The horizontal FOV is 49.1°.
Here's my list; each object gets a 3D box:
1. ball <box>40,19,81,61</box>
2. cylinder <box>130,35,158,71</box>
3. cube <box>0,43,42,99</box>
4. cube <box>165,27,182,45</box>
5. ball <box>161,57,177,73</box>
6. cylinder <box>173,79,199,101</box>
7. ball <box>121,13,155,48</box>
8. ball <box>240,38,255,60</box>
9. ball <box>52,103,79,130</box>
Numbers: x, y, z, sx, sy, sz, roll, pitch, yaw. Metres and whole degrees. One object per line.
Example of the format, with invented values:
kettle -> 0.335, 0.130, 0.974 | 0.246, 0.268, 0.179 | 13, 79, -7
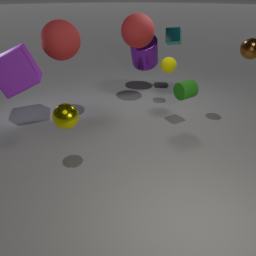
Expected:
ball -> -2.391, -3.110, 9.941 | 1.400, 1.400, 1.400 | 0, 28, 0
cylinder -> 0.845, -3.935, 14.447 | 1.400, 1.400, 1.400 | -4, 56, 5
cube -> -4.264, -2.195, 10.640 | 1.400, 1.400, 1.400 | -27, 27, 0
cube -> 2.230, -4.474, 13.657 | 0.700, 0.700, 0.700 | 2, 6, 17
ball -> 1.802, -2.785, 12.415 | 0.700, 0.700, 0.700 | 0, 28, 0
cylinder -> 2.232, -1.476, 10.820 | 0.700, 0.700, 0.700 | -18, 33, -28
ball -> 0.407, -4.059, 11.698 | 1.400, 1.400, 1.400 | 0, 28, 0
ball -> 4.182, -2.690, 9.525 | 0.700, 0.700, 0.700 | 0, 28, 0
ball -> -1.651, -0.307, 7.426 | 0.700, 0.700, 0.700 | 0, 28, 0
